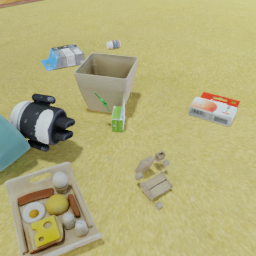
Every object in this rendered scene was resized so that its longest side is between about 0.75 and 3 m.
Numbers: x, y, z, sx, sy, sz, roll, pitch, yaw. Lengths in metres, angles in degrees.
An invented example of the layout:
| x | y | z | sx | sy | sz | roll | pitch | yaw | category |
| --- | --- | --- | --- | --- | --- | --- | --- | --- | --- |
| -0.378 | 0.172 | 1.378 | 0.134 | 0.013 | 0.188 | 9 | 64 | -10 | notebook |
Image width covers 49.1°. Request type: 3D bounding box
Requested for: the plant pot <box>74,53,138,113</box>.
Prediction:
| x | y | z | sx | sy | sz | roll | pitch | yaw | category |
| --- | --- | --- | --- | --- | --- | --- | --- | --- | --- |
| -0.804 | -1.763 | 11.548 | 2.076 | 1.840 | 2.078 | 9 | 37 | 11 | plant pot |

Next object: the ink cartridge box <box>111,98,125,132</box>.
| x | y | z | sx | sy | sz | roll | pitch | yaw | category |
| --- | --- | --- | --- | --- | --- | --- | --- | --- | --- |
| -0.367 | -0.585 | 10.519 | 0.457 | 1.206 | 0.891 | 2 | 37 | 3 | ink cartridge box |

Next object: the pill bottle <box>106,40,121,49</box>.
| x | y | z | sx | sy | sz | roll | pitch | yaw | category |
| --- | --- | --- | --- | --- | --- | --- | --- | --- | --- |
| -0.887 | -5.073 | 17.002 | 0.781 | 0.467 | 0.467 | -17 | 40 | -21 | pill bottle |

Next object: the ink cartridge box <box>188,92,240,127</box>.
| x | y | z | sx | sy | sz | roll | pitch | yaw | category |
| --- | --- | --- | --- | --- | --- | --- | --- | --- | --- |
| 3.681 | -1.004 | 11.651 | 1.717 | 0.531 | 2.118 | 19 | 44 | 22 | ink cartridge box |

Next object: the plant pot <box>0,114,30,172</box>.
| x | y | z | sx | sy | sz | roll | pitch | yaw | category |
| --- | --- | --- | --- | --- | --- | --- | --- | --- | --- |
| -4.354 | 0.529 | 8.531 | 2.049 | 2.049 | 1.644 | 24 | 61 | 28 | plant pot |

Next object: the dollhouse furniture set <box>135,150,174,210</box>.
| x | y | z | sx | sy | sz | roll | pitch | yaw | category |
| --- | --- | --- | --- | --- | --- | --- | --- | --- | --- |
| 0.898 | 1.616 | 8.458 | 1.242 | 0.711 | 1.456 | -23 | 67 | -25 | dollhouse furniture set |

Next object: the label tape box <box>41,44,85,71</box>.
| x | y | z | sx | sy | sz | roll | pitch | yaw | category |
| --- | --- | --- | --- | --- | --- | --- | --- | --- | --- |
| -3.607 | -3.888 | 15.287 | 2.093 | 0.663 | 1.509 | -17 | 41 | -21 | label tape box |

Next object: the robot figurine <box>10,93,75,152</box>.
| x | y | z | sx | sy | sz | roll | pitch | yaw | category |
| --- | --- | --- | --- | --- | --- | --- | --- | --- | --- |
| -2.734 | -0.164 | 8.967 | 1.996 | 1.246 | 1.500 | 14 | 65 | 11 | robot figurine |

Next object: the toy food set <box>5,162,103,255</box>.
| x | y | z | sx | sy | sz | roll | pitch | yaw | category |
| --- | --- | --- | --- | --- | --- | --- | --- | --- | --- |
| -2.044 | 2.102 | 7.327 | 1.926 | 0.811 | 2.684 | -16 | 40 | -20 | toy food set |

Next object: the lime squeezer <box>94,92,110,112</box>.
| x | y | z | sx | sy | sz | roll | pitch | yaw | category |
| --- | --- | --- | --- | --- | --- | --- | --- | --- | --- |
| -0.914 | -0.919 | 10.141 | 0.910 | 0.172 | 0.321 | 52 | 25 | -1 | lime squeezer |
